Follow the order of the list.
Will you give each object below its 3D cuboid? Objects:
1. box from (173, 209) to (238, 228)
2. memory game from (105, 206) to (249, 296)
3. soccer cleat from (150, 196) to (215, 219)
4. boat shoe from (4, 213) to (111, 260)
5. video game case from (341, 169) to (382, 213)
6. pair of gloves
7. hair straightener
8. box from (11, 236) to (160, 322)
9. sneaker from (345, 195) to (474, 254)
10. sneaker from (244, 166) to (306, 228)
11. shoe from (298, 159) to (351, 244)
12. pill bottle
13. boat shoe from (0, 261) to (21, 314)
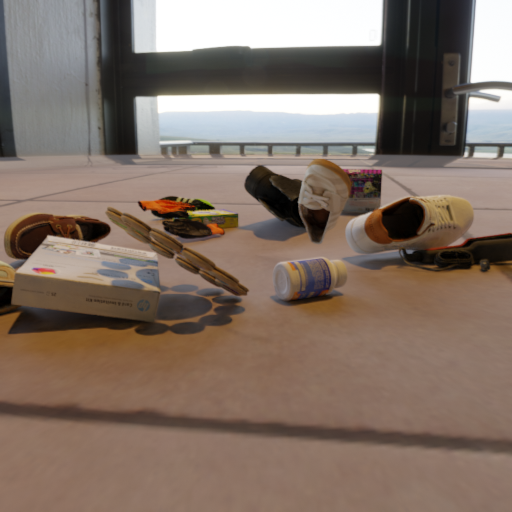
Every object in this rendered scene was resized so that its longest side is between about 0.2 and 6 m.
[{"bbox_3d":[-1.361,-0.893,13.892,1.622,0.392,0.952,-8,15,-27],"label":"box"},{"bbox_3d":[-1.100,-0.023,7.777,2.288,0.146,2.288,29,-9,5],"label":"memory game"},{"bbox_3d":[-1.962,-1.300,15.233,1.789,0.604,0.725,-5,17,-31],"label":"soccer cleat"},{"bbox_3d":[-3.738,-0.399,10.848,0.863,0.865,2.397,4,7,22],"label":"boat shoe"},{"bbox_3d":[2.821,-1.854,16.010,1.495,1.355,0.268,2,41,12],"label":"video game case"},{"bbox_3d":[-1.716,-0.842,12.752,1.528,0.212,1.716,-3,33,-42],"label":"pair of gloves"},{"bbox_3d":[3.777,-0.067,10.021,2.504,0.512,0.963,-1,13,-11],"label":"hair straightener"},{"bbox_3d":[-2.302,0.268,8.025,1.775,0.469,2.276,9,10,-14],"label":"box"},{"bbox_3d":[3.235,-0.627,10.619,2.935,1.069,1.242,-14,-7,-25],"label":"sneaker"},{"bbox_3d":[0.996,-1.303,14.086,1.891,1.089,3.626,37,13,31],"label":"sneaker"},{"bbox_3d":[1.122,-0.858,9.457,0.780,0.596,2.232,19,-19,12],"label":"shoe"},{"bbox_3d":[0.812,0.322,8.267,1.025,0.574,0.574,-6,14,-26],"label":"pill bottle"},{"bbox_3d":[-3.921,0.546,6.907,0.927,0.872,2.435,23,24,29],"label":"boat shoe"}]
